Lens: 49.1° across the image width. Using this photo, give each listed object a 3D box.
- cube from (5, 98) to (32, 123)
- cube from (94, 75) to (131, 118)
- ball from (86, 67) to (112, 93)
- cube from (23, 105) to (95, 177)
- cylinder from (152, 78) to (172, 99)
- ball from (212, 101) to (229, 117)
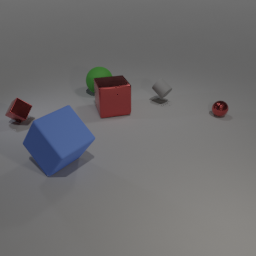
[{"bbox_3d":[-4.504,-0.719,11.551,0.700,0.700,0.700,-16,51,50],"label":"cube"},{"bbox_3d":[-0.703,-1.430,12.545,1.400,1.400,1.400,-8,30,-13],"label":"cube"},{"bbox_3d":[-1.456,-2.435,14.376,1.400,1.400,1.400,0,29,0],"label":"ball"},{"bbox_3d":[-2.173,0.400,8.784,1.400,1.400,1.400,51,46,6],"label":"cube"},{"bbox_3d":[1.618,-1.883,13.307,0.700,0.700,0.700,49,46,9],"label":"cylinder"},{"bbox_3d":[4.029,-0.847,12.250,0.700,0.700,0.700,0,29,0],"label":"ball"}]
